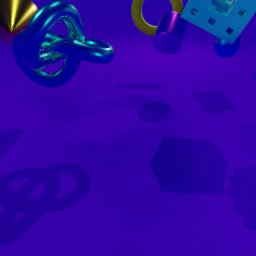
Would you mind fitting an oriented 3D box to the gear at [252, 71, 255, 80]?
[{"bbox_3d":[3.023,-1.352,5.041,0.291,1.573,1.573,47,41,-3],"label":"gear"}]

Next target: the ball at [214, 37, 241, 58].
[{"bbox_3d":[2.901,-2.436,8.210,0.746,0.746,0.746,0,33,0],"label":"ball"}]

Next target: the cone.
[{"bbox_3d":[-2.586,-2.292,6.252,1.271,1.271,1.276,-10,35,-15],"label":"cone"}]

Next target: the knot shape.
[{"bbox_3d":[-1.361,-1.398,5.208,1.807,0.892,1.931,-19,-12,32],"label":"knot shape"}]

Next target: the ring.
[{"bbox_3d":[0.972,-3.944,9.366,1.730,1.730,0.346,2,10,3],"label":"ring"}]

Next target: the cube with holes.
[{"bbox_3d":[2.036,-2.763,5.820,1.227,1.227,1.227,29,43,1],"label":"cube with holes"}]

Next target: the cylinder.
[{"bbox_3d":[1.198,-2.660,7.913,0.845,0.845,0.845,11,64,16],"label":"cylinder"}]
